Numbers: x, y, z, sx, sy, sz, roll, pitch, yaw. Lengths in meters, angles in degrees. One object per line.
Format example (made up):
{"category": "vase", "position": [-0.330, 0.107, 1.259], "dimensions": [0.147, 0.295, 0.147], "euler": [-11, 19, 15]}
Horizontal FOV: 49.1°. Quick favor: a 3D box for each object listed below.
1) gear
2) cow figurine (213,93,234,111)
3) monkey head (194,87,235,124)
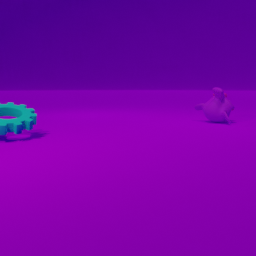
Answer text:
{"category": "gear", "position": [-3.028, -0.262, 7.010], "dimensions": [1.389, 0.257, 1.389], "euler": [9, 25, -4]}
{"category": "cow figurine", "position": [3.560, -0.865, 10.705], "dimensions": [0.518, 0.944, 0.928], "euler": [-23, 54, -34]}
{"category": "monkey head", "position": [3.132, -0.788, 9.975], "dimensions": [1.606, 0.968, 1.155], "euler": [31, -15, 46]}
